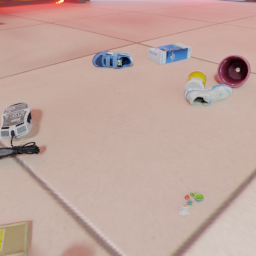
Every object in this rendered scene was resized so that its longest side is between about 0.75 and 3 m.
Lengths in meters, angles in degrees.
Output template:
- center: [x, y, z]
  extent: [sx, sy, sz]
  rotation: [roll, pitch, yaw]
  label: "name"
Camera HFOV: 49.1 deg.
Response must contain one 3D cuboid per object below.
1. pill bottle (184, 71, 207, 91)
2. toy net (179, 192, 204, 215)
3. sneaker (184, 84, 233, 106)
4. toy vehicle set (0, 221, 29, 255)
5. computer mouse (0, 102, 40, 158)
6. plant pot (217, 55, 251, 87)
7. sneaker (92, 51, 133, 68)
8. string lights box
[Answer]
- center: [2.880, -1.910, 11.832]
  extent: [0.811, 0.811, 1.485]
  rotation: [10, 34, 16]
  label: "pill bottle"
- center: [1.418, 1.740, 6.558]
  extent: [0.781, 0.151, 0.410]
  rotation: [-25, 40, -34]
  label: "toy net"
- center: [3.195, -1.176, 10.907]
  extent: [1.865, 0.699, 0.808]
  rotation: [-9, 38, 1]
  label: "sneaker"
- center: [-2.658, 2.328, 5.587]
  extent: [1.256, 0.166, 0.780]
  rotation: [-7, 32, -10]
  label: "toy vehicle set"
- center: [-3.483, 0.079, 8.846]
  extent: [1.495, 0.598, 2.727]
  rotation: [-14, 37, -3]
  label: "computer mouse"
- center: [4.816, -2.551, 12.532]
  extent: [1.375, 1.375, 1.231]
  rotation: [19, 21, 28]
  label: "plant pot"
- center: [-0.753, -3.501, 14.451]
  extent: [2.170, 0.802, 0.893]
  rotation: [-8, 35, -11]
  label: "sneaker"
- center: [2.336, -4.187, 15.660]
  extent: [2.230, 0.657, 1.146]
  rotation: [-19, 36, -27]
  label: "string lights box"
